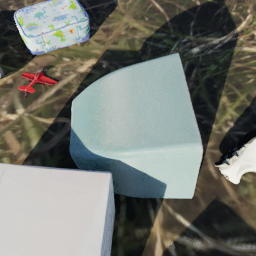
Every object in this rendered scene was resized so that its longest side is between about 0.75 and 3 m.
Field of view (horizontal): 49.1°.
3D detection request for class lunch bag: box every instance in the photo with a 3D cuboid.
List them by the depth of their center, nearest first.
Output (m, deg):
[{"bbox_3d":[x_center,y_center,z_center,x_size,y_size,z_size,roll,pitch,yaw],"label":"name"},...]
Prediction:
[{"bbox_3d":[-2.344,-3.281,8.805,2.110,0.870,1.696,-25,61,-16],"label":"lunch bag"}]

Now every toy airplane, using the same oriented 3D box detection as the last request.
[{"bbox_3d":[-2.637,-1.305,7.867,1.118,0.206,1.118,-1,55,1],"label":"toy airplane"}]

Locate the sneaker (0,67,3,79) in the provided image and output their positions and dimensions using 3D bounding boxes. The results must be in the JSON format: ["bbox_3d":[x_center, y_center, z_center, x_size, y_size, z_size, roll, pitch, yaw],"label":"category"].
[{"bbox_3d":[-4.304,-2.370,8.062,1.186,1.081,2.893,-36,63,-22],"label":"sneaker"}]

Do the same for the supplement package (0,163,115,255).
[{"bbox_3d":[-1.666,2.130,4.452,2.675,1.968,2.558,4,56,3],"label":"supplement package"}]

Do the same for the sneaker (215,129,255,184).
[{"bbox_3d":[2.785,0.576,6.278,1.656,0.613,0.733,-40,93,-2],"label":"sneaker"}]

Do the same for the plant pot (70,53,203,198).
[{"bbox_3d":[0.069,0.148,5.757,2.278,2.231,2.237,-7,56,2],"label":"plant pot"}]
